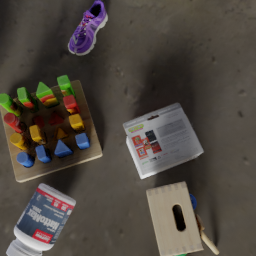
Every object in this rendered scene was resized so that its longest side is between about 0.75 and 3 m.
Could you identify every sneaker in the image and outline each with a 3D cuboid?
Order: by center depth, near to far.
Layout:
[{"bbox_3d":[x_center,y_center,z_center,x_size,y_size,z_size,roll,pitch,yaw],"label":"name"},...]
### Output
[{"bbox_3d":[-1.434,-3.489,9.605,0.868,0.899,2.154,22,75,7],"label":"sneaker"}]

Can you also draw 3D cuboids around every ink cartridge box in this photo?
[{"bbox_3d":[0.986,0.376,8.439,1.918,0.804,1.684,-20,74,-6],"label":"ink cartridge box"}]

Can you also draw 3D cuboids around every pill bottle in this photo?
[{"bbox_3d":[-2.346,2.597,7.553,1.146,1.146,1.917,25,74,7],"label":"pill bottle"}]

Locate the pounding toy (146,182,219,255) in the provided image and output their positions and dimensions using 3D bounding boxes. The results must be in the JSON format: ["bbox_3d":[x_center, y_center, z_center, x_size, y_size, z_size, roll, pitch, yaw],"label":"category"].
[{"bbox_3d":[1.497,2.523,7.375,1.432,1.854,2.014,-15,73,8],"label":"pounding toy"}]

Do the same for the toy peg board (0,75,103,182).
[{"bbox_3d":[-2.448,-0.125,8.339,2.673,1.308,2.662,-18,73,-5],"label":"toy peg board"}]
